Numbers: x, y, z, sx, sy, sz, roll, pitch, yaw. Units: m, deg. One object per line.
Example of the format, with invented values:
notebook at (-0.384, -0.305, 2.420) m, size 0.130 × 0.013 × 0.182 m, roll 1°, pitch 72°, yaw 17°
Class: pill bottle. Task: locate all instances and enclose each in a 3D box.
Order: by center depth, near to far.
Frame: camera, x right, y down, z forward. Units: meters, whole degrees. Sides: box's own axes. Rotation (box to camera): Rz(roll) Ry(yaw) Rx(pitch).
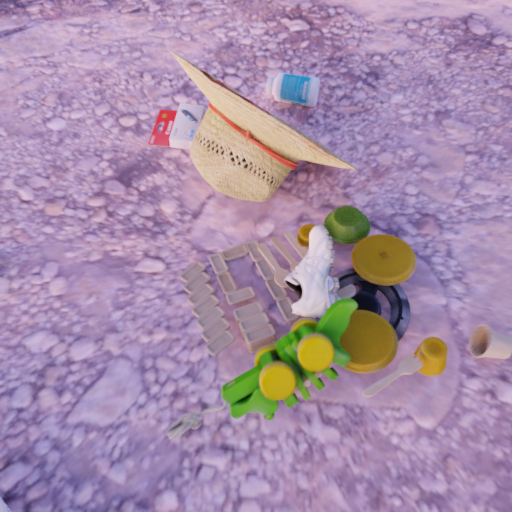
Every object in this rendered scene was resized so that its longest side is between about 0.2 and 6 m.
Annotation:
pill bottle at (0.895, -4.116, 13.815) m, size 1.260 × 0.698 × 0.698 m, roll 11°, pitch 56°, yaw 8°

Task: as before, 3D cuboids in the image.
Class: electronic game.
electronic game at (1.975, 1.009, 10.442) m, size 1.750 × 0.364 × 1.750 m, roll -3°, pitch 61°, yaw 6°

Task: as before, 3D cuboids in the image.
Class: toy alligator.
toy alligator at (0.308, 2.121, 9.109) m, size 3.729 × 1.106 × 1.012 m, roll -38°, pitch 100°, yaw 1°

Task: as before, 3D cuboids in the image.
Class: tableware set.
tableware set at (1.971, 0.673, 10.459) m, size 2.656 × 0.605 × 3.943 m, roll -26°, pitch 54°, yaw -15°

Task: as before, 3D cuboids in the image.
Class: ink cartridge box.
ink cartridge box at (-1.904, -3.122, 13.374) m, size 1.143 × 0.290 × 1.297 m, roll 6°, pitch 55°, yaw 3°

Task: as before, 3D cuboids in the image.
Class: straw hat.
straw hat at (-0.263, -2.217, 11.680) m, size 4.453 × 4.453 × 1.885 m, roll 38°, pitch 104°, yaw 23°

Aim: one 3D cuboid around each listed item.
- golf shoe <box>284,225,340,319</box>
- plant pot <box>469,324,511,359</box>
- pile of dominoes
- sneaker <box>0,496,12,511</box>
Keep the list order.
golf shoe at (0.962, 0.231, 10.053) m, size 0.938 × 0.755 × 1.928 m, roll -3°, pitch 52°, yaw 2°
plant pot at (4.201, 1.574, 9.933) m, size 0.553 × 0.604 × 0.604 m, roll 16°, pitch 55°, yaw -12°
pile of dominoes at (-0.379, 0.826, 10.732) m, size 1.803 × 0.368 × 2.314 m, roll -18°, pitch 49°, yaw -12°
sneaker at (-3.607, 4.105, 7.679) m, size 3.173 × 1.398 × 1.194 m, roll 29°, pitch 59°, yaw 17°
